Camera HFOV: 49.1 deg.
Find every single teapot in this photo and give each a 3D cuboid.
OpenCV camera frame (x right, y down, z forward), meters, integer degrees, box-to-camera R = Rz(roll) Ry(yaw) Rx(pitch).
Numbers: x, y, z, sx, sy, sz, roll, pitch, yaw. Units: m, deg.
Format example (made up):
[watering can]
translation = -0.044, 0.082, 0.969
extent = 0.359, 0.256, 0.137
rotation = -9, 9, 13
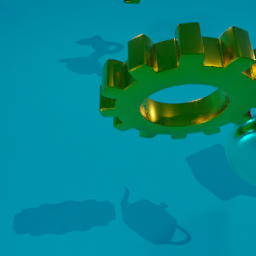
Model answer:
[teapot]
translation = 1.985, 0.221, 4.068
extent = 1.787, 1.111, 0.875
rotation = 51, 38, 3

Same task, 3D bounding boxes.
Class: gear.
[gear]
translation = 0.640, -0.385, 3.298
extent = 1.923, 1.923, 0.356
rotation = -1, 66, -1

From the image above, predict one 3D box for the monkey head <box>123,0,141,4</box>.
[monkey head]
translation = 0.122, -4.029, 7.504
extent = 1.661, 1.001, 1.195
rotation = 41, 76, 1
